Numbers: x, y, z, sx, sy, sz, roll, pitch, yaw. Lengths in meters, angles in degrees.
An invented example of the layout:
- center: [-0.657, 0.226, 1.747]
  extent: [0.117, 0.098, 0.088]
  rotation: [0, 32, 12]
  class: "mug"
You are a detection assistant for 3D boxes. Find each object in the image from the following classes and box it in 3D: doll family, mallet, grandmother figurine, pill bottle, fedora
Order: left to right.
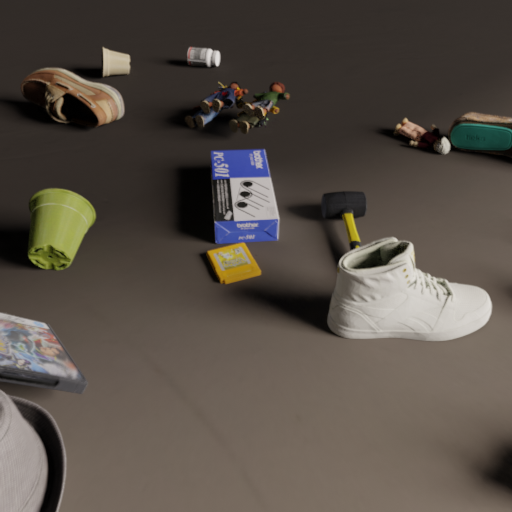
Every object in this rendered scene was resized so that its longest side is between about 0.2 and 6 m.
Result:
- center: [-3.529, 2.363, 5.643]
  extent: [3.096, 1.398, 2.738]
  rotation: [-30, 48, -31]
  class: "fedora"
- center: [-1.483, -5.565, 15.723]
  extent: [0.842, 0.488, 0.488]
  rotation: [9, 41, 10]
  class: "pill bottle"
- center: [-0.433, -3.485, 12.909]
  extent: [2.593, 1.018, 1.499]
  rotation: [16, 47, 22]
  class: "doll family"
- center: [1.543, -0.269, 9.545]
  extent: [0.806, 0.504, 2.449]
  rotation: [2, 44, 2]
  class: "mallet"
- center: [3.723, -2.616, 12.362]
  extent: [0.778, 0.388, 1.283]
  rotation: [-45, 56, -7]
  class: "grandmother figurine"

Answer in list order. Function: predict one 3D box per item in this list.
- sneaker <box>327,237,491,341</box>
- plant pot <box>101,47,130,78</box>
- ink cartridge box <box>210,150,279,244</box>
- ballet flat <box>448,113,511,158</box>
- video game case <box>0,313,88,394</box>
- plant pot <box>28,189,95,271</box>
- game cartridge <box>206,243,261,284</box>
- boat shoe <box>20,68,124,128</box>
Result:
- center: [2.289, 0.436, 7.920]
  extent: [2.451, 1.417, 0.903]
  rotation: [-4, 39, -7]
  class: "sneaker"
- center: [-3.811, -5.218, 15.202]
  extent: [0.706, 0.771, 0.771]
  rotation: [-1, 39, -18]
  class: "plant pot"
- center: [-0.271, -1.185, 10.509]
  extent: [1.118, 0.526, 2.379]
  rotation: [-3, 40, -5]
  class: "ink cartridge box"
- center: [5.608, -2.542, 11.822]
  extent: [2.923, 0.995, 0.983]
  rotation: [19, 36, 19]
  class: "ballet flat"
- center: [-3.080, 1.139, 7.070]
  extent: [1.475, 0.208, 1.633]
  rotation: [24, 5, -43]
  class: "video game case"
- center: [-3.304, -0.355, 9.274]
  extent: [1.102, 1.102, 1.046]
  rotation: [-1, 53, -1]
  class: "plant pot"
- center: [-0.380, 0.119, 9.283]
  extent: [0.693, 0.127, 0.786]
  rotation: [-15, 41, -16]
  class: "game cartridge"
- center: [-4.467, -3.663, 13.087]
  extent: [2.772, 1.049, 0.995]
  rotation: [15, 44, 20]
  class: "boat shoe"
